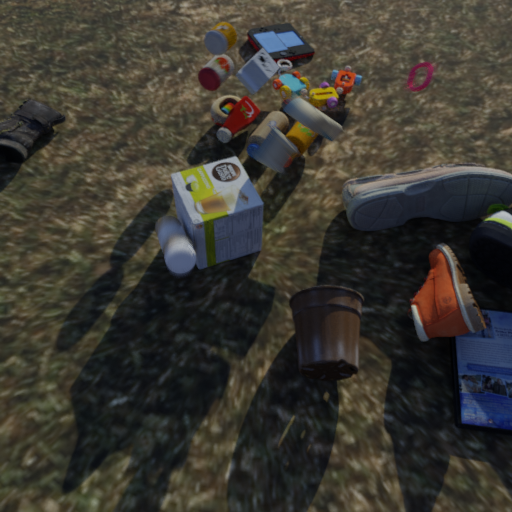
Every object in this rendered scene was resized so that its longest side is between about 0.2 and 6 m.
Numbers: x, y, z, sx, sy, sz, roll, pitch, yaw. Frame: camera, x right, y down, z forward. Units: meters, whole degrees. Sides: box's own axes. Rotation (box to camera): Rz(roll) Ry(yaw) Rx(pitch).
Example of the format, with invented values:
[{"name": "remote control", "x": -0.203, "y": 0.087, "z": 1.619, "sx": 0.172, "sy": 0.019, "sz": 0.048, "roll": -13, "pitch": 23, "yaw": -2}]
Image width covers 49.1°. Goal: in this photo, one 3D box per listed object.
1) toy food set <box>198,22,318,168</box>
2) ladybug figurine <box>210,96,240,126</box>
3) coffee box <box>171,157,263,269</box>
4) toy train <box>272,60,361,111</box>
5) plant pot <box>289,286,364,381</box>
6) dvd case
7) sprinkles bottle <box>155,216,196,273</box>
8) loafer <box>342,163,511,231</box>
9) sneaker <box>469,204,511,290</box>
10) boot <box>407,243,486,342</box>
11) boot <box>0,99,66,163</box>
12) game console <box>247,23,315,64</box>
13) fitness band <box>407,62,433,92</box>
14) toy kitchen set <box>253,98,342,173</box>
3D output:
[{"name": "toy food set", "x": -0.217, "y": -3.039, "z": 11.191, "sx": 2.940, "sy": 1.404, "sz": 1.323, "roll": 46, "pitch": 54, "yaw": -17}, {"name": "ladybug figurine", "x": -0.640, "y": -3.098, "z": 12.114, "sx": 0.651, "sy": 0.345, "sz": 0.960, "roll": 42, "pitch": 54, "yaw": 5}, {"name": "coffee box", "x": -0.663, "y": -0.751, "z": 9.784, "sx": 1.246, "sy": 1.260, "sz": 1.258, "roll": -18, "pitch": 55, "yaw": -14}, {"name": "toy train", "x": 1.336, "y": -3.788, "z": 12.629, "sx": 1.935, "sy": 0.538, "sz": 1.453, "roll": 12, "pitch": 52, "yaw": 5}, {"name": "plant pot", "x": 1.065, "y": 1.210, "z": 8.447, "sx": 1.158, "sy": 1.158, "sz": 1.147, "roll": 2, "pitch": 60, "yaw": 2}, {"name": "dvd case", "x": 3.745, "y": 1.714, "z": 8.579, "sx": 1.490, "sy": 0.183, "sz": 2.088, "roll": 6, "pitch": 53, "yaw": 6}, {"name": "sprinkles bottle", "x": -1.352, "y": -0.218, "z": 9.243, "sx": 0.473, "sy": 0.473, "sz": 1.385, "roll": -15, "pitch": 29, "yaw": -11}, {"name": "loafer", "x": 3.167, "y": -1.257, "z": 10.336, "sx": 3.194, "sy": 1.148, "sz": 1.004, "roll": -8, "pitch": 46, "yaw": -3}, {"name": "sneaker", "x": 5.267, "y": 0.211, "z": 9.019, "sx": 1.516, "sy": 1.313, "sz": 3.661, "roll": -36, "pitch": 61, "yaw": -24}, {"name": "boot", "x": 2.915, "y": 0.563, "z": 9.115, "sx": 1.075, "sy": 0.752, "sz": 2.004, "roll": -25, "pitch": 28, "yaw": 22}, {"name": "boot", "x": -5.173, "y": -2.755, "z": 11.792, "sx": 1.833, "sy": 0.635, "sz": 1.596, "roll": 20, "pitch": 54, "yaw": 2}, {"name": "game console", "x": 0.587, "y": -5.323, "z": 13.966, "sx": 1.309, "sy": 0.230, "sz": 1.480, "roll": -19, "pitch": 55, "yaw": -14}, {"name": "fitness band", "x": 2.801, "y": -3.055, "z": 9.561, "sx": 0.392, "sy": 0.102, "sz": 0.545, "roll": 6, "pitch": 71, "yaw": 41}, {"name": "toy kitchen set", "x": 0.617, "y": -2.140, "z": 9.948, "sx": 0.907, "sy": 1.234, "sz": 1.540, "roll": 41, "pitch": 17, "yaw": 19}]
